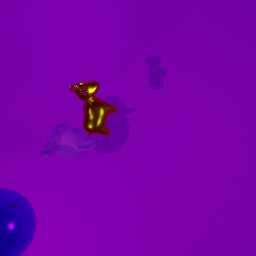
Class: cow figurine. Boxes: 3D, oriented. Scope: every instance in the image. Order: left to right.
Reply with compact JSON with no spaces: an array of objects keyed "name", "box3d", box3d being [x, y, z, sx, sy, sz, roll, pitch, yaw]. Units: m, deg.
[{"name":"cow figurine","box3d":[-0.598,-0.313,4.518,0.869,0.485,0.883,16,87,-44]}]

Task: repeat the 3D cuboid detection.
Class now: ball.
[{"name":"ball","box3d":[-2.022,1.521,4.304,1.170,1.170,1.170,0,89,0]}]

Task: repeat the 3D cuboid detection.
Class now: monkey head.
[{"name":"monkey head","box3d":[-1.352,0.419,6.092,0.855,1.419,1.021,46,52,-22]}]
